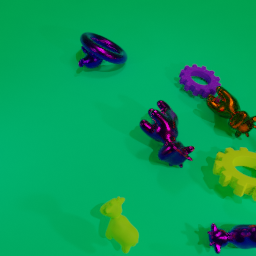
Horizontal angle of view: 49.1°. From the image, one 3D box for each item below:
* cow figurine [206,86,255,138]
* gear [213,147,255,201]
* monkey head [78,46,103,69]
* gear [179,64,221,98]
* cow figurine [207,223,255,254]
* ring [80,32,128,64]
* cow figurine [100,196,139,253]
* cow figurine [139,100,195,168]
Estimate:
[{"bbox_3d":[2.875,-0.464,7.748,1.454,0.811,1.478,43,22,2],"label":"cow figurine"},{"bbox_3d":[2.837,1.020,6.513,1.615,0.299,1.615,3,30,-2],"label":"gear"},{"bbox_3d":[-1.253,-2.429,9.429,1.143,0.822,0.689,-28,19,-16],"label":"monkey head"},{"bbox_3d":[2.286,-1.521,8.928,1.309,0.242,1.309,6,50,-8],"label":"gear"},{"bbox_3d":[2.174,2.158,5.551,1.036,1.053,0.578,10,64,-30],"label":"cow figurine"},{"bbox_3d":[-0.805,-2.722,9.527,1.749,0.350,1.749,24,27,-13],"label":"ring"},{"bbox_3d":[-0.140,1.798,5.294,0.912,0.898,0.501,35,39,27],"label":"cow figurine"},{"bbox_3d":[1.045,0.163,7.141,1.543,0.861,1.568,44,34,-5],"label":"cow figurine"}]
